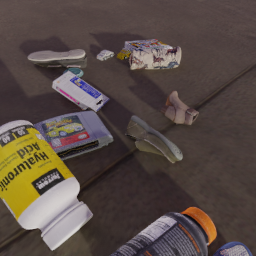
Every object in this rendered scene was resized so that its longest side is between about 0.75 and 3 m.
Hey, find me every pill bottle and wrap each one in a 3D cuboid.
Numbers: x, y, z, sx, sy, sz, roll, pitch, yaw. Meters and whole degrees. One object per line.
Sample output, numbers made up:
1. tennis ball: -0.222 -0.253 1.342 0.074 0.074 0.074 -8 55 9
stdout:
1. pill bottle: 0.740 2.586 5.715 2.379 1.264 1.264 -26 46 -29
2. pill bottle: -2.123 1.304 6.521 1.559 1.559 2.802 -34 76 -35

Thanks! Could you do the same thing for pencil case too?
1. pencil case: 1.304 -3.369 13.335 2.474 0.963 1.107 -3 73 -2

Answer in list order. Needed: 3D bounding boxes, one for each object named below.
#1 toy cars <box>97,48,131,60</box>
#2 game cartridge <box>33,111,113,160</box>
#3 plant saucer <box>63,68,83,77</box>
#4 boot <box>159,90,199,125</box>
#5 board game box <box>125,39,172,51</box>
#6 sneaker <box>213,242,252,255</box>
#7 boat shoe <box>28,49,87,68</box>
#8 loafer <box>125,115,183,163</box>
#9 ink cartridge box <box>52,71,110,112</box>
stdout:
1. toy cars: -0.649 -3.871 14.452 1.948 0.431 0.873 -4 39 -6
2. game cartridge: -2.069 0.250 9.274 2.691 0.550 1.791 -18 38 -21
3. plant saucer: -2.571 -2.586 13.091 0.950 0.130 0.950 0 38 0
4. boot: 2.002 -0.730 10.482 1.291 0.620 1.765 22 44 16
5. board game box: 1.078 -4.207 14.660 2.146 0.371 1.355 -16 41 -33
6. sneaker: 1.746 3.050 5.221 0.997 1.167 2.649 26 44 30
7. boat shoe: -3.377 -3.202 13.493 2.851 0.812 0.953 -1 43 7
8. loafer: 0.746 0.468 8.820 0.813 0.878 2.335 -53 46 3
9. ink cartridge box: -1.855 -1.390 11.079 2.118 0.393 1.003 33 47 9
